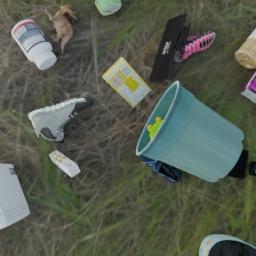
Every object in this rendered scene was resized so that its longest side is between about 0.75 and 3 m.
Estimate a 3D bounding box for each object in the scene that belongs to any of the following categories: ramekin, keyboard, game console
[{"bbox_3d":[-0.728,-4.760,10.748,0.977,0.977,0.477,-24,91,-3],"label":"ramekin"},{"bbox_3d":[1.697,-2.924,10.509,0.533,1.399,2.688,21,83,-32],"label":"keyboard"},{"bbox_3d":[4.626,1.425,10.416,1.855,0.224,1.094,12,84,1],"label":"game console"}]

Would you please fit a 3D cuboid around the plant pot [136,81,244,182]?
[{"bbox_3d":[2.112,0.308,9.430,2.733,2.790,2.790,29,84,-5],"label":"plant pot"}]

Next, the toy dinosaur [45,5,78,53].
[{"bbox_3d":[-2.435,-3.920,10.768,1.274,0.807,1.880,-17,95,-23],"label":"toy dinosaur"}]

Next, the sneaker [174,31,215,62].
[{"bbox_3d":[2.420,-3.319,10.754,1.876,0.741,0.895,-26,61,-3],"label":"sneaker"}]

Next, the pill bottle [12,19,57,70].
[{"bbox_3d":[-3.474,-3.082,10.520,1.013,1.013,1.694,-35,86,-4],"label":"pill bottle"}]

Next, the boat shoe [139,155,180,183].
[{"bbox_3d":[1.213,1.291,10.225,1.819,0.624,0.765,32,85,3],"label":"boat shoe"}]

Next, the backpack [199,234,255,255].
[{"bbox_3d":[3.264,4.747,9.240,2.058,1.795,2.342,12,85,5],"label":"backpack"}]

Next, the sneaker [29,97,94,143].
[{"bbox_3d":[-2.306,-0.219,10.335,2.501,0.938,1.445,-15,89,9],"label":"sneaker"}]

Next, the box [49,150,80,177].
[{"bbox_3d":[-2.172,1.172,9.460,0.358,1.726,0.334,-33,118,-24],"label":"box"}]

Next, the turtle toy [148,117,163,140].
[{"bbox_3d":[1.245,0.071,10.002,0.595,0.858,1.177,30,120,-31],"label":"turtle toy"}]

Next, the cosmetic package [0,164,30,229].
[{"bbox_3d":[-5.085,2.579,9.360,2.482,2.046,2.048,-22,84,-1],"label":"cosmetic package"}]

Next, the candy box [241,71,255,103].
[{"bbox_3d":[5.997,-1.346,10.238,2.887,0.881,1.969,35,89,8],"label":"candy box"}]

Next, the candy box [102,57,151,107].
[{"bbox_3d":[0.004,-1.477,9.336,0.889,1.739,0.230,-42,44,7],"label":"candy box"}]

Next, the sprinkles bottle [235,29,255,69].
[{"bbox_3d":[5.312,-3.605,10.585,0.988,0.988,2.896,40,85,4],"label":"sprinkles bottle"}]
